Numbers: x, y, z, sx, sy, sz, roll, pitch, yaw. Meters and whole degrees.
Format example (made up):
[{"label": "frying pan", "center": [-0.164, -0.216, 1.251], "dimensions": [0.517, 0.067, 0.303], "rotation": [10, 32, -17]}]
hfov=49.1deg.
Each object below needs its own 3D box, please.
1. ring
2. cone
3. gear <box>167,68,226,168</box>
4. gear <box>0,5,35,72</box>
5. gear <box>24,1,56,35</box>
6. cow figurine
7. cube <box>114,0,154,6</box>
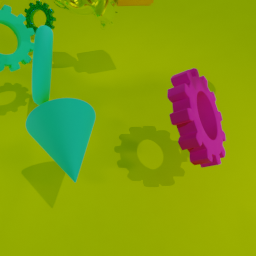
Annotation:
[{"label": "ring", "center": [-2.162, -1.566, 7.131], "dimensions": [0.397, 1.986, 1.986], "rotation": [4, 47, -15]}, {"label": "cone", "center": [-1.030, 0.375, 4.818], "dimensions": [1.263, 1.263, 1.268], "rotation": [-13, 56, -12]}, {"label": "gear", "center": [1.540, -0.225, 6.048], "dimensions": [0.386, 2.084, 2.084], "rotation": [-17, 39, 33]}, {"label": "gear", "center": [-3.201, -2.272, 7.134], "dimensions": [0.302, 1.632, 1.632], "rotation": [0, 35, 50]}, {"label": "gear", "center": [-3.023, -3.727, 9.577], "dimensions": [1.112, 1.112, 0.206], "rotation": [10, 15, 9]}, {"label": "cow figurine", "center": [-1.281, -3.828, 8.791], "dimensions": [1.709, 0.953, 1.737], "rotation": [19, 7, -37]}, {"label": "cube", "center": [0.105, -4.239, 7.908], "dimensions": [1.118, 1.118, 1.118], "rotation": [-10, 51, -18]}]
